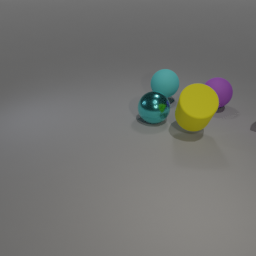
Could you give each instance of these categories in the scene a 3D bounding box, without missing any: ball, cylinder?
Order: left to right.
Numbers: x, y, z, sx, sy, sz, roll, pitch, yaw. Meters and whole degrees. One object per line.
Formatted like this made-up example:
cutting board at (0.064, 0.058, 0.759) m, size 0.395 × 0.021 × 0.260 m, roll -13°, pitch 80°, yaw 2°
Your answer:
ball at (1.116, -0.881, 12.068) m, size 1.400 × 1.400 × 1.400 m, roll 0°, pitch 29°, yaw 0°
ball at (1.813, -2.184, 13.778) m, size 1.400 × 1.400 × 1.400 m, roll 0°, pitch 29°, yaw 0°
cylinder at (2.551, -0.745, 10.579) m, size 1.400 × 1.400 × 1.400 m, roll -1°, pitch 70°, yaw 2°
ball at (4.142, -1.650, 13.061) m, size 1.400 × 1.400 × 1.400 m, roll 0°, pitch 29°, yaw 0°
